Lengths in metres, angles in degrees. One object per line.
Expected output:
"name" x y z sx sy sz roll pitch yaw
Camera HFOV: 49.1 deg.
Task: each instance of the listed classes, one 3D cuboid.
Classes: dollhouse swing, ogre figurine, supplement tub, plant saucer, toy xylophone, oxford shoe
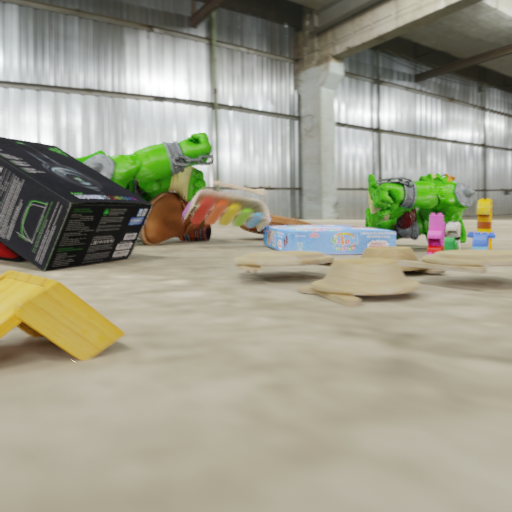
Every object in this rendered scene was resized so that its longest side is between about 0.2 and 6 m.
"dollhouse swing" -1.340 0.492 3.167 0.795 0.699 0.722 4 -35 48
"ogre figurine" -3.069 -1.452 13.343 2.728 2.232 4.550 -10 5 -33
"supplement tub" -1.711 -0.642 14.709 0.993 0.531 0.531 1 5 15
"ogre figurine" 3.222 -0.845 11.409 1.894 1.550 3.159 -3 -33 7
"plant saucer" 0.489 -0.783 15.336 2.261 0.365 2.261 10 -4 1
"toy xylophone" -0.569 -1.016 11.680 1.853 0.466 1.357 6 -21 -11
"oxford shoe" -1.696 -1.035 13.625 1.111 1.112 3.118 9 24 25

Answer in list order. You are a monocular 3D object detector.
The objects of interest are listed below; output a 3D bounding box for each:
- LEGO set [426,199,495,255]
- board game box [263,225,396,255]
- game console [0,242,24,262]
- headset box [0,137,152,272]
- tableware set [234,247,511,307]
"LEGO set" 3.622 -0.475 9.614 0.947 1.019 2.482 3 6 26
"board game box" 1.352 -0.357 11.357 2.020 0.489 2.671 -1 5 -9
"game console" -4.260 -0.518 9.228 1.798 1.067 1.549 3 -34 37
"headset box" -3.163 -0.869 8.468 2.330 1.081 2.028 31 14 17
"tableware set" 1.361 0.136 6.335 3.101 0.360 2.591 -3 4 -24
